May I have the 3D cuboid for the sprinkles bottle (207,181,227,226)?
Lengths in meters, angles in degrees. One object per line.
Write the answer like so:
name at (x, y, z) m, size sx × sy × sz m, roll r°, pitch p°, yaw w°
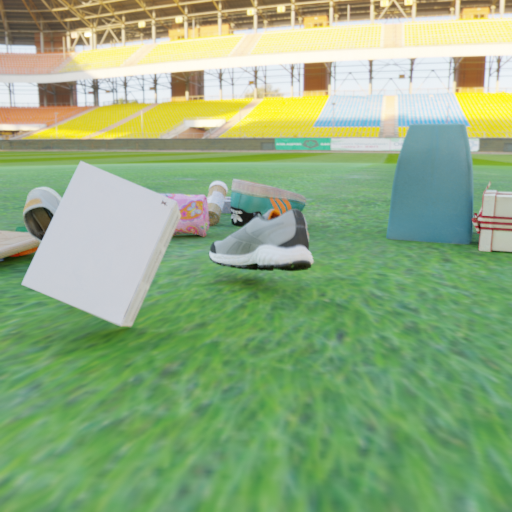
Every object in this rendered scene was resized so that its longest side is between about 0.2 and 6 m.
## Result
sprinkles bottle at (-1.153, -1.480, 15.608) m, size 0.530 × 0.530 × 1.553 m, roll 1°, pitch 38°, yaw 6°

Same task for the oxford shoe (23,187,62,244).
oxford shoe at (-2.604, -0.094, 7.784) m, size 0.689 × 1.832 × 0.529 m, roll -23°, pitch 24°, yaw 17°

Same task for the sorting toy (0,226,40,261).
sorting toy at (-5.068, -0.226, 11.463) m, size 2.138 × 0.426 × 2.892 m, roll 0°, pitch 15°, yaw 25°

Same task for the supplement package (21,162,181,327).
supplement package at (-1.819, -0.103, 6.830) m, size 1.246 × 1.600 × 0.887 m, roll 23°, pitch -9°, yaw -2°

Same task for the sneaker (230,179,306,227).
sneaker at (0.255, -1.199, 14.389) m, size 1.069 × 1.197 × 2.996 m, roll 18°, pitch 9°, yaw 33°

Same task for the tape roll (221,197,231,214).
tape roll at (-0.958, -1.641, 18.080) m, size 1.229 × 0.406 × 1.229 m, roll -1°, pitch 11°, yaw 0°

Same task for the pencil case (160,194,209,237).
pencil case at (-2.390, -0.963, 13.523) m, size 2.487 × 1.087 × 1.087 m, roll -1°, pitch 12°, yaw 0°

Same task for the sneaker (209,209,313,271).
sneaker at (0.059, -0.228, 8.929) m, size 0.879 × 0.942 × 2.377 m, roll 5°, pitch -5°, yaw -35°

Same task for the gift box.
gift box at (5.419, -0.865, 12.080) m, size 1.388 × 1.487 × 1.372 m, roll 4°, pitch 8°, yaw 23°

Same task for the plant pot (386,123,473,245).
plant pot at (4.292, -1.799, 13.425) m, size 1.897 × 2.685 × 1.896 m, roll 5°, pitch 14°, yaw 21°
